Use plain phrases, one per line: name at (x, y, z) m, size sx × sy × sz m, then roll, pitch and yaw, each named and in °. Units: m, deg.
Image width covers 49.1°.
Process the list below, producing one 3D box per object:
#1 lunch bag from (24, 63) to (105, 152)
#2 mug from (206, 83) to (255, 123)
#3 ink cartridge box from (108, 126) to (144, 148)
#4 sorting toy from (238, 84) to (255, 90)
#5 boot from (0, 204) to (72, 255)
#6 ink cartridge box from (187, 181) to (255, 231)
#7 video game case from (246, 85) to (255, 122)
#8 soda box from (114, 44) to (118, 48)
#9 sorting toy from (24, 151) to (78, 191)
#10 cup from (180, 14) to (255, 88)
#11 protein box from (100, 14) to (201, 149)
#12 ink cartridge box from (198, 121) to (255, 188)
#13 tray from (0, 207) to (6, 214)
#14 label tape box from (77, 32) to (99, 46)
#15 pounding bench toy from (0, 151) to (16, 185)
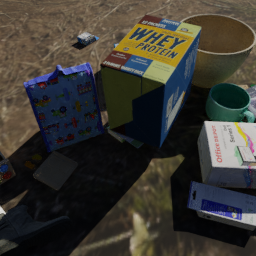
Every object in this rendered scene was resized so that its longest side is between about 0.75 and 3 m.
lunch bag at (-1.992, -0.769, 8.938) m, size 2.037 × 2.706 × 1.273 m, roll -19°, pitch 51°, yaw -17°
mug at (3.516, -0.656, 9.957) m, size 1.409 × 1.061 × 1.715 m, roll 2°, pitch 48°, yaw 1°
ink cartridge box at (0.136, 0.132, 9.724) m, size 1.421 × 0.341 × 1.034 m, roll 36°, pitch 58°, yaw 26°
sorting toy at (4.339, -1.293, 11.046) m, size 1.780 × 0.301 × 0.858 m, roll -4°, pitch 48°, yaw -5°
boot at (-2.617, 2.484, 7.418) m, size 2.013 × 0.681 × 1.315 m, roll -20°, pitch 45°, yaw -19°
ink cartridge box at (2.614, 2.159, 7.879) m, size 1.867 × 0.366 × 0.928 m, roll 14°, pitch 49°, yaw 10°
video game case at (4.832, -0.866, 10.492) m, size 1.028 × 0.136 × 1.438 m, roll -24°, pitch 69°, yaw -19°
soda box at (-0.026, -2.619, 11.889) m, size 0.783 × 0.828 × 2.441 m, roll -8°, pitch 48°, yaw -7°
sorting toy at (-2.421, 1.223, 8.721) m, size 1.407 × 0.188 × 1.049 m, roll 25°, pitch 56°, yaw 14°
cup at (3.282, -2.898, 11.271) m, size 2.965 × 2.120 × 2.965 m, roll 0°, pitch 48°, yaw 0°
protein box at (0.790, -1.485, 8.968) m, size 1.921 × 2.827 × 2.847 m, roll 21°, pitch 54°, yaw 19°
ink cartridge box at (3.575, 0.813, 8.612) m, size 2.523 × 1.060 × 1.827 m, roll 2°, pitch 48°, yaw 2°
tray at (-4.235, 2.225, 7.945) m, size 1.552 × 0.172 × 0.833 m, roll 35°, pitch 57°, yaw 27°
label tape box at (-1.979, -4.511, 13.975) m, size 0.648 × 0.299 × 0.904 m, roll 31°, pitch 57°, yaw 26°
pounding bench toy at (-4.240, 1.302, 8.338) m, size 1.330 × 0.826 × 1.037 m, roll -34°, pitch 57°, yaw -27°
